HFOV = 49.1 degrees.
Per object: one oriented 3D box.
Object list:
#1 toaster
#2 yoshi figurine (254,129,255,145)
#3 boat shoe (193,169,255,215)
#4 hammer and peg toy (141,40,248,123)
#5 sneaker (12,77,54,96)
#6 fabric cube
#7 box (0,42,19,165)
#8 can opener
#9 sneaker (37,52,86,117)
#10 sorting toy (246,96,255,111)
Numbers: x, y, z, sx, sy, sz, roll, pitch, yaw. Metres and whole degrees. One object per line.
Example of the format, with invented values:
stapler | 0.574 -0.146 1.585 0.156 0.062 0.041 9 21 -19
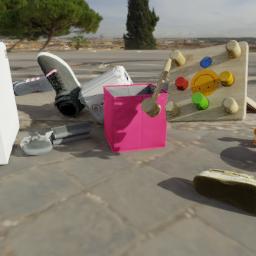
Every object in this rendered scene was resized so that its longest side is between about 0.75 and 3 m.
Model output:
toaster | -0.673 -1.308 10.457 1.726 1.518 2.672 -28 17 9
yoshi figurine | 4.460 0.272 8.148 1.354 0.761 0.758 3 35 0
boat shoe | 2.233 1.173 5.537 1.819 0.673 0.604 15 30 36
hammer and peg toy | 1.407 -1.026 6.458 2.499 1.838 0.881 0 -15 33
sneaker | -5.126 -2.398 15.335 2.470 0.867 1.013 -14 27 -38
fabric cube | 0.182 -0.374 8.468 1.653 1.647 1.621 -5 19 -14
box | -4.310 -0.768 7.615 1.923 2.942 2.927 -7 20 -13
can opener | -2.060 0.340 8.298 2.220 0.584 0.738 -17 60 -36
sneaker | -2.572 -1.573 10.702 0.973 2.752 1.365 -25 28 24
sorting toy | 4.498 -1.467 11.940 2.518 0.371 1.861 29 17 -16
